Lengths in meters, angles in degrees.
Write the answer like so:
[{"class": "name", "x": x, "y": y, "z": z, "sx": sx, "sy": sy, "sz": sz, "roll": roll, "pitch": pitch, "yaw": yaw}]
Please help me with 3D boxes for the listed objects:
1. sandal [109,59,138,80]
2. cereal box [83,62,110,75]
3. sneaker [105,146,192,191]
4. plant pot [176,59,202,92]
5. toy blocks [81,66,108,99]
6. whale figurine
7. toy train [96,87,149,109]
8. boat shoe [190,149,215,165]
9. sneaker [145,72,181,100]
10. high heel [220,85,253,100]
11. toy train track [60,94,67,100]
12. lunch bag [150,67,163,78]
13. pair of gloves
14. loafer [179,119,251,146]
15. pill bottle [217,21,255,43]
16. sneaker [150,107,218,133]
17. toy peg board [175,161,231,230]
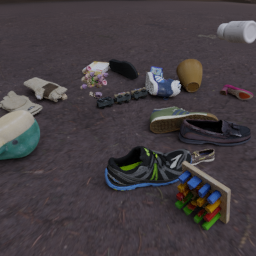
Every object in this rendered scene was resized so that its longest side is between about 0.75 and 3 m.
[{"class": "sandal", "x": -0.177, "y": -3.565, "z": 16.338, "sx": 0.611, "sy": 0.960, "sz": 2.554, "roll": -29, "pitch": 41, "yaw": -28}, {"class": "cereal box", "x": -1.855, "y": -3.638, "z": 17.094, "sx": 1.177, "sy": 0.323, "sz": 1.635, "roll": 11, "pitch": 33, "yaw": 17}, {"class": "sneaker", "x": 0.694, "y": 1.106, "z": 8.543, "sx": 2.836, "sy": 1.175, "sz": 1.005, "roll": -9, "pitch": 34, "yaw": -14}, {"class": "plant pot", "x": 3.296, "y": -2.611, "z": 14.636, "sx": 1.385, "sy": 1.385, "sz": 1.487, "roll": 0, "pitch": 47, "yaw": 1}, {"class": "toy blocks", "x": -1.231, "y": -1.836, "z": 10.896, "sx": 0.952, "sy": 1.019, "sz": 0.858, "roll": 22, "pitch": -25, "yaw": -39}, {"class": "whale figurine", "x": -4.308, "y": 0.578, "z": 9.540, "sx": 2.793, "sy": 1.449, "sz": 2.222, "roll": -32, "pitch": 25, "yaw": -7}, {"class": "toy train", "x": -0.233, "y": -1.468, "z": 13.477, "sx": 2.775, "sy": 0.473, "sz": 0.636, "roll": -17, "pitch": 23, "yaw": -24}, {"class": "boat shoe", "x": 2.393, "y": 0.969, "z": 9.543, "sx": 1.232, "sy": 0.367, "sz": 0.442, "roll": -8, "pitch": 32, "yaw": -13}, {"class": "sneaker", "x": 1.839, "y": -2.194, "z": 14.341, "sx": 1.607, "sy": 0.884, "sz": 2.195, "roll": 3, "pitch": 28, "yaw": -10}, {"class": "high heel", "x": 5.503, "y": -1.877, "z": 13.960, "sx": 1.647, "sy": 0.555, "sz": 0.792, "roll": 21, "pitch": 48, "yaw": 36}, {"class": "toy train track", "x": -3.893, "y": -1.987, "z": 14.371, "sx": 1.324, "sy": 0.375, "sz": 2.308, "roll": -27, "pitch": 41, "yaw": -37}, {"class": "lunch bag", "x": 1.594, "y": -3.033, "z": 15.691, "sx": 0.650, "sy": 0.764, "sz": 0.487, "roll": 14, "pitch": 34, "yaw": 19}, {"class": "pair of gloves", "x": -4.502, "y": -1.465, "z": 13.342, "sx": 2.420, "sy": 0.499, "sz": 2.847, "roll": 18, "pitch": 42, "yaw": 24}, {"class": "loafer", "x": 3.310, "y": 0.085, "z": 10.487, "sx": 2.750, "sy": 0.866, "sz": 0.988, "roll": -1, "pitch": 35, "yaw": -1}, {"class": "pill bottle", "x": 3.752, "y": -3.323, "z": 9.704, "sx": 0.714, "sy": 0.714, "sz": 1.249, "roll": -17, "pitch": 25, "yaw": -25}, {"class": "sneaker", "x": 2.188, "y": -0.457, "z": 11.333, "sx": 2.688, "sy": 0.901, "sz": 1.207, "roll": -2, "pitch": 35, "yaw": 0}, {"class": "toy peg board", "x": 1.829, "y": 1.840, "z": 7.272, "sx": 0.695, "sy": 1.416, "sz": 1.422, "roll": -36, "pitch": 44, "yaw": -23}]
